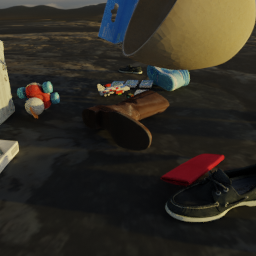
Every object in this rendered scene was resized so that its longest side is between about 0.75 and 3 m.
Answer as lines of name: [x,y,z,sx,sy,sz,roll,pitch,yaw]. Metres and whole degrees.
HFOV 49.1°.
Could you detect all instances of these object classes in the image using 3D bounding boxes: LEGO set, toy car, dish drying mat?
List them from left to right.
toy car: [-2.898,-0.728,8.934,1.083,1.039,1.175,-10,54,10]
LEGO set: [-0.061,-1.657,10.983,1.792,0.589,2.399,3,26,14]
dish drying mat: [1.412,0.842,5.896,0.649,0.154,1.689,4,15,40]

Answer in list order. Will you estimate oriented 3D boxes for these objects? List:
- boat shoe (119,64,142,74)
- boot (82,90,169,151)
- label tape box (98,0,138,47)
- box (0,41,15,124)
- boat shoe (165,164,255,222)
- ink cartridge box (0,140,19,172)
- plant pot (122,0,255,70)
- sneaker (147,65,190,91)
boat shoe: [0.107,-2.918,13.725,1.172,0.389,0.438,11,28,21]
boot: [0.487,-0.399,8.152,2.788,0.896,2.599,-18,33,-41]
label tape box: [0.721,-3.539,9.263,2.939,2.106,0.972,17,-11,-21]
box: [-4.703,-1.103,7.784,2.002,2.326,2.338,1,26,2]
boat shoe: [1.770,1.068,5.109,2.278,0.755,0.851,-5,26,-11]
ink cartridge box: [-3.369,0.716,6.357,1.228,0.312,1.394,3,26,3]
plant pot: [1.357,-2.234,5.502,1.830,2.726,2.726,24,19,-19]
sneaker: [1.774,-2.212,11.857,1.319,0.804,2.020,-16,39,-25]
